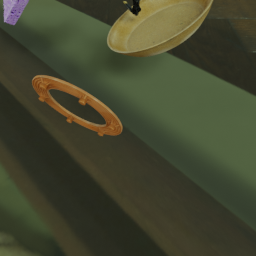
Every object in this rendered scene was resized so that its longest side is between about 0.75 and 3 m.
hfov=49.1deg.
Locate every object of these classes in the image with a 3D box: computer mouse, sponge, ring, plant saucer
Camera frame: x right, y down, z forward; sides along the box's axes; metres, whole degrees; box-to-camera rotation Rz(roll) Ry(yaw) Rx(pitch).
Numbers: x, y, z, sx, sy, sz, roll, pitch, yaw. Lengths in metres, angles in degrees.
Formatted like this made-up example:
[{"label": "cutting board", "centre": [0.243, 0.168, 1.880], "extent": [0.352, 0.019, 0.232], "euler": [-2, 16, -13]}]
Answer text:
[{"label": "computer mouse", "centre": [-0.114, -3.238, 6.451], "extent": [0.315, 0.962, 1.370], "euler": [-43, 83, 0]}, {"label": "sponge", "centre": [-2.553, -3.612, 6.730], "extent": [0.328, 2.201, 1.228], "euler": [3, 72, -40]}, {"label": "ring", "centre": [-0.797, -0.270, 4.308], "extent": [1.547, 1.547, 0.148], "euler": [21, 70, 18]}, {"label": "plant saucer", "centre": [0.759, -2.458, 6.518], "extent": [2.633, 0.466, 2.633], "euler": [-21, 42, 19]}]
